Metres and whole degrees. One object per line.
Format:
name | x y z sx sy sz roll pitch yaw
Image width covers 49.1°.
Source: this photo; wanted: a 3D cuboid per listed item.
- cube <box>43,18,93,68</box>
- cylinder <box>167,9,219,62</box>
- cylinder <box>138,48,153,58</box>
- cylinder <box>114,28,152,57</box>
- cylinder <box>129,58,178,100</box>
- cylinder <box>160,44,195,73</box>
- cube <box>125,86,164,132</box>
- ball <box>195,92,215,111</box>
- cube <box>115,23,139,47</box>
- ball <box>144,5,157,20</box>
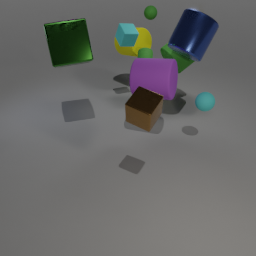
cube | -2.105 -2.970 9.985 1.400 1.400 1.400 -12 13 -10
cylinder | 2.367 -3.378 10.282 1.400 1.400 1.400 26 10 -5
cylinder | 0.787 -3.208 12.876 0.700 0.700 0.700 2 71 3
cylinder | 0.254 -4.395 14.318 1.400 1.400 1.400 -24 30 -34
cylinder | 0.933 -1.737 9.895 1.400 1.400 1.400 7 31 20
cylinder | 2.404 -3.408 12.492 1.400 1.400 1.400 -38 37 2
cube | 0.400 -0.471 6.942 0.700 0.700 0.700 25 59 18
ball | 2.763 -0.945 10.047 0.700 0.700 0.700 0 31 0
cube | -0.053 -4.035 12.170 0.700 0.700 0.700 -8 58 -27
ball | 1.181 -6.019 14.626 0.700 0.700 0.700 0 31 0
